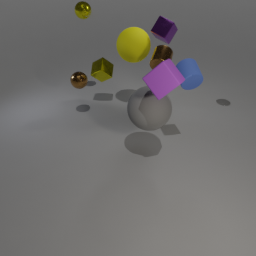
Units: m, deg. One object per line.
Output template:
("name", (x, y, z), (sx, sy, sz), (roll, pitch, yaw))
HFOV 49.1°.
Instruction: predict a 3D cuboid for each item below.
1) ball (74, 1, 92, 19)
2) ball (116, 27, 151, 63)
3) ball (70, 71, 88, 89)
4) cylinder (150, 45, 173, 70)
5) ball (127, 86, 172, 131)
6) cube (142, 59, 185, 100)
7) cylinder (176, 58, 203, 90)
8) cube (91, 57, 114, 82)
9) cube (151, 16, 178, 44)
("ball", (-1.870, -4.894, 11.651), (0.700, 0.700, 0.700), (0, 32, 0))
("ball", (0.227, -3.383, 11.435), (1.400, 1.400, 1.400), (0, 32, 0))
("ball", (-1.987, -1.940, 11.379), (0.700, 0.700, 0.700), (0, 32, 0))
("cylinder", (1.184, -2.436, 9.890), (0.700, 0.700, 0.700), (10, 61, 16))
("ball", (0.671, -0.613, 8.727), (1.400, 1.400, 1.400), (0, 32, 0))
("cube", (0.926, -1.252, 7.166), (0.700, 0.700, 0.700), (-36, 2, 29))
("cylinder", (1.878, -1.658, 8.649), (0.700, 0.700, 0.700), (-7, 58, -11))
("cube", (-1.144, -2.579, 12.455), (0.700, 0.700, 0.700), (-15, 60, 40))
("cube", (1.444, -3.878, 11.110), (0.700, 0.700, 0.700), (35, 9, 20))
